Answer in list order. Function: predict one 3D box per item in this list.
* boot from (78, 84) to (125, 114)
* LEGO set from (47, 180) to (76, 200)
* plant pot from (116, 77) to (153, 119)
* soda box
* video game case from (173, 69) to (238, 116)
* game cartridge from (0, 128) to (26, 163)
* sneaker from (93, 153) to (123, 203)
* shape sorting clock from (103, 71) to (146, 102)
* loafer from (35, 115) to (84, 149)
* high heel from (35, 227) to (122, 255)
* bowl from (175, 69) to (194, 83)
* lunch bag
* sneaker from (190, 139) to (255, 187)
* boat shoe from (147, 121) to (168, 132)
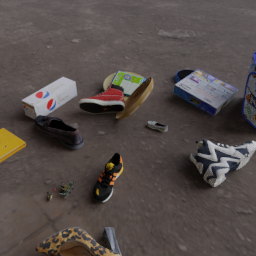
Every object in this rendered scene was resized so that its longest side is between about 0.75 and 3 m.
[{"bbox_3d":[-1.177,-1.399,12.523,2.025,0.733,1.461,0,52,-4],"label":"boot"},{"bbox_3d":[-2.097,2.025,9.013,0.966,0.274,0.628,-16,38,1],"label":"LEGO set"},{"bbox_3d":[0.327,-1.174,11.713,0.310,2.256,2.256,41,41,-13],"label":"plant pot"},{"bbox_3d":[-3.469,-1.366,12.631,0.853,0.797,2.503,24,46,26],"label":"soda box"},{"bbox_3d":[3.624,-1.722,13.093,2.274,0.517,2.061,36,52,25],"label":"video game case"},{"bbox_3d":[-4.868,0.660,10.645,1.484,0.241,1.308,25,46,31],"label":"game cartridge"},{"bbox_3d":[-0.665,1.543,9.095,0.619,0.796,1.769,13,41,16],"label":"sneaker"},{"bbox_3d":[-0.069,-2.025,13.693,2.276,0.447,2.276,5,48,-6],"label":"shape sorting clock"},{"bbox_3d":[-2.746,-0.059,11.032,2.557,0.805,0.919,26,46,28],"label":"loafer"},{"bbox_3d":[-1.179,3.279,6.966,2.150,0.768,1.533,-2,32,-17],"label":"high heel"},{"bbox_3d":[3.150,-2.642,14.597,1.393,0.273,1.393,0,39,0],"label":"bowl"},{"bbox_3d":[5.688,-1.491,11.543,1.722,2.364,2.781,5,41,14],"label":"lunch bag"},{"bbox_3d":[3.238,0.798,9.824,2.494,0.995,1.623,-32,57,-20],"label":"sneaker"},{"bbox_3d":[1.208,-0.112,11.500,0.927,0.297,0.342,24,45,26],"label":"boat shoe"}]
